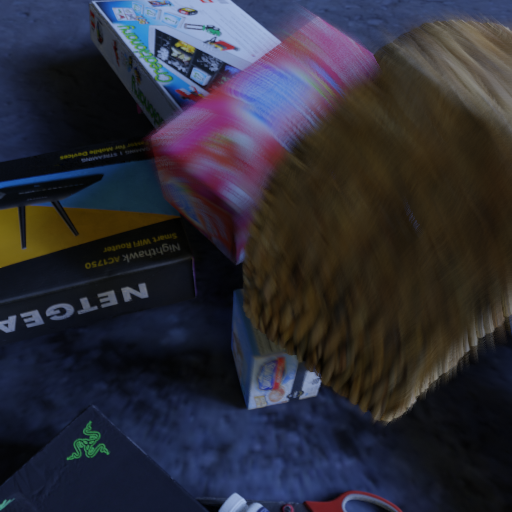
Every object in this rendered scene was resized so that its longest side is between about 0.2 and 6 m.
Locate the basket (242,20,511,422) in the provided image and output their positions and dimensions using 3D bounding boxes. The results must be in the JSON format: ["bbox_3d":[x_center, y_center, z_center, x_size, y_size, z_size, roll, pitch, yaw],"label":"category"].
[{"bbox_3d":[1.490,-0.521,5.429,2.349,3.291,2.452,36,45,10],"label":"basket"}]

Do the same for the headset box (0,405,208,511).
[{"bbox_3d":[-1.530,3.245,5.128,2.935,1.362,2.556,33,57,25],"label":"headset box"}]

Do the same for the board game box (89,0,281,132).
[{"bbox_3d":[-0.899,-3.669,10.918,3.251,0.891,5.149,-15,48,-26],"label":"board game box"}]

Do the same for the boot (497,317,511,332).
[{"bbox_3d":[4.782,-0.054,7.498,3.530,1.167,3.092,19,61,1],"label":"boot"}]

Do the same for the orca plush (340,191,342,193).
[{"bbox_3d":[3.158,-1.282,9.086,3.700,1.315,1.947,28,55,22],"label":"orca plush"}]

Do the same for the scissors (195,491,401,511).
[{"bbox_3d":[0.510,2.832,6.320,2.298,0.160,0.841,16,54,15],"label":"scissors"}]

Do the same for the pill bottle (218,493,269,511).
[{"bbox_3d":[0.041,2.981,5.901,0.974,0.540,0.540,31,56,23],"label":"pill bottle"}]

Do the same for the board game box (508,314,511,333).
[{"bbox_3d":[4.155,1.589,6.202,2.289,0.554,3.026,-3,75,-6],"label":"board game box"}]

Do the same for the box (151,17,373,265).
[{"bbox_3d":[0.301,-1.629,7.808,3.190,1.523,1.590,-41,71,-19],"label":"box"}]

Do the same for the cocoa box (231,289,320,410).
[{"bbox_3d":[0.251,1.097,6.891,0.955,1.456,0.971,-10,53,-12],"label":"cocoa box"}]

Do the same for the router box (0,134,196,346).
[{"bbox_3d":[-3.138,-0.277,8.406,3.961,1.011,2.954,-14,50,-12],"label":"router box"}]

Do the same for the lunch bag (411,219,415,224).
[{"bbox_3d":[2.106,-0.869,7.804,2.064,1.312,1.751,-57,20,0],"label":"lunch bag"}]

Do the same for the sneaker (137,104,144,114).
[{"bbox_3d":[-2.078,-3.349,11.354,0.619,0.571,1.404,4,45,1],"label":"sneaker"}]
